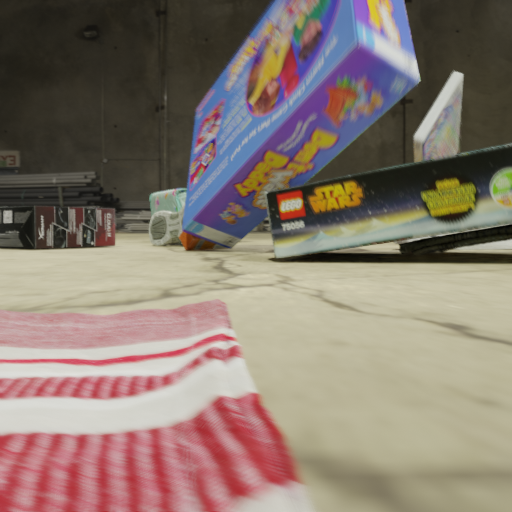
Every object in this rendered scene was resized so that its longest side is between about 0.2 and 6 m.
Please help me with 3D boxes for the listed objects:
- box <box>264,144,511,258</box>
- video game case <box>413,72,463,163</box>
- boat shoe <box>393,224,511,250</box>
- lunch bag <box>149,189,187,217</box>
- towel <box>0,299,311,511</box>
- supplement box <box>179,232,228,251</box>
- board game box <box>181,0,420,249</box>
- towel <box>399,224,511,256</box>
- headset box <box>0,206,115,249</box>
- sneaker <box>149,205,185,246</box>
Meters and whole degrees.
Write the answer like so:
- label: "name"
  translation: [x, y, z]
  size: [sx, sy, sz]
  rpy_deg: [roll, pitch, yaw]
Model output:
- label: "box"
  translation: [2.627, -0.756, 7.346]
  size: [4.450, 0.888, 3.047]
  rpy_deg: [-9, -1, 14]
- label: "video game case"
  translation: [3.038, -1.863, 9.365]
  size: [0.176, 1.402, 1.958]
  rpy_deg: [26, -16, 27]
- label: "boat shoe"
  translation: [3.915, -0.549, 10.570]
  size: [2.645, 0.869, 0.952]
  rpy_deg: [0, 3, 2]
- label: "lunch bag"
  translation: [-1.556, -1.230, 16.693]
  size: [2.699, 1.646, 2.299]
  rpy_deg: [-1, 3, -29]
- label: "towel"
  translation: [-0.547, 0.270, 1.082]
  size: [1.101, 0.174, 1.529]
  rpy_deg: [-1, 3, -7]
- label: "supplement box"
  translation: [-0.872, -0.328, 10.182]
  size: [1.024, 0.341, 0.352]
  rpy_deg: [-2, -39, -46]
- label: "board game box"
  translation: [0.381, -2.478, 8.804]
  size: [0.998, 2.997, 4.457]
  rpy_deg: [20, -37, -26]
- label: "towel"
  translation: [3.205, -0.222, 8.510]
  size: [1.771, 0.306, 1.705]
  rpy_deg: [-9, 0, 30]
- label: "headset box"
  translation: [-4.094, -0.581, 11.462]
  size: [1.641, 0.852, 2.205]
  rpy_deg: [2, 2, 31]
- label: "sneaker"
  translation: [-1.249, -0.652, 12.405]
  size: [1.240, 0.972, 2.496]
  rpy_deg: [2, 1, -44]
